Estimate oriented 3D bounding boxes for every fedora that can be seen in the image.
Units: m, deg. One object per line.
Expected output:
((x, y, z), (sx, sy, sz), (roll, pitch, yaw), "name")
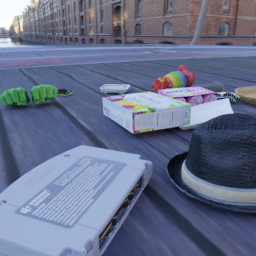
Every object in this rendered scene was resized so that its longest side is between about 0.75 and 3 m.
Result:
((2.176, 0.453, 5.491), (2.806, 1.282, 2.806), (0, 20, 0), "fedora")

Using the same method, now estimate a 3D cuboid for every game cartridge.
((-0.922, 1.135, 4.768), (1.956, 0.594, 2.933), (12, 23, 20), "game cartridge")

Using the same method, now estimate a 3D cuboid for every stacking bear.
((1.963, -2.069, 12.825), (1.804, 1.026, 1.095), (-20, 53, -22), "stacking bear")

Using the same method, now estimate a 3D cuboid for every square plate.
((2.426, -0.414, 8.766), (1.584, 0.227, 1.599), (-14, 20, 19), "square plate")

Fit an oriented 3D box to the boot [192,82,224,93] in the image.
((2.999, -1.552, 11.883), (1.595, 0.636, 1.754), (-1, 8, 41), "boot")

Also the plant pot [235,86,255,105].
((5.791, -1.303, 11.617), (2.614, 0.359, 2.614), (0, 19, 0), "plant pot")

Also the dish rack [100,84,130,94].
((-0.587, -1.812, 13.103), (1.280, 0.279, 1.098), (5, 22, 12), "dish rack")

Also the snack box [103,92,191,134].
((0.485, -0.587, 8.957), (1.888, 0.703, 2.655), (-8, 18, -22), "snack box")

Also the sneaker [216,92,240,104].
((4.061, -1.287, 11.457), (0.510, 0.441, 1.129), (-15, 25, -42), "sneaker")

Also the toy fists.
((-3.774, -1.248, 10.758), (2.131, 0.733, 1.086), (-8, 3, -15), "toy fists")

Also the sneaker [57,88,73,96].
((-2.879, -1.634, 12.515), (0.804, 0.337, 0.309), (-4, 24, -11), "sneaker")

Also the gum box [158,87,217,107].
((2.244, -1.075, 10.521), (1.975, 0.653, 1.121), (-8, 23, -20), "gum box")
